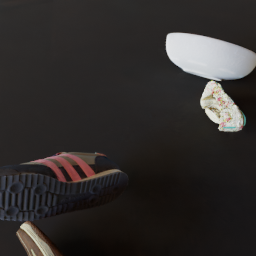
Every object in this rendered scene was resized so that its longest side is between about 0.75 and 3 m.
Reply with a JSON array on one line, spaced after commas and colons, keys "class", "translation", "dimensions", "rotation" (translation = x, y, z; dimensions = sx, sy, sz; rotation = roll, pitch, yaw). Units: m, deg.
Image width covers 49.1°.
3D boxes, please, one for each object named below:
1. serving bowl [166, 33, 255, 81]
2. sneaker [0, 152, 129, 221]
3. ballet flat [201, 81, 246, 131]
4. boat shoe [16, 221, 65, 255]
[{"class": "serving bowl", "translation": [2.433, -2.041, 8.571], "dimensions": [2.782, 0.915, 2.782], "rotation": [14, 11, -3]}, {"class": "sneaker", "translation": [-1.323, 0.875, 4.905], "dimensions": [2.679, 0.940, 1.099], "rotation": [7, 24, -41]}, {"class": "ballet flat", "translation": [2.337, -0.640, 7.427], "dimensions": [0.691, 0.817, 2.161], "rotation": [-14, 32, 1]}, {"class": "boat shoe", "translation": [-1.175, 2.129, 4.019], "dimensions": [1.944, 0.718, 0.719], "rotation": [27, 59, 38]}]
